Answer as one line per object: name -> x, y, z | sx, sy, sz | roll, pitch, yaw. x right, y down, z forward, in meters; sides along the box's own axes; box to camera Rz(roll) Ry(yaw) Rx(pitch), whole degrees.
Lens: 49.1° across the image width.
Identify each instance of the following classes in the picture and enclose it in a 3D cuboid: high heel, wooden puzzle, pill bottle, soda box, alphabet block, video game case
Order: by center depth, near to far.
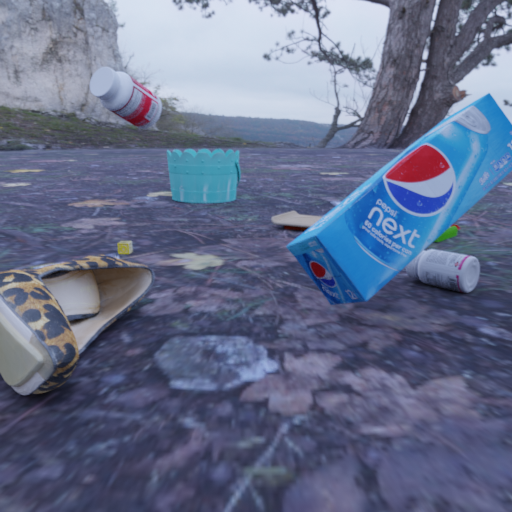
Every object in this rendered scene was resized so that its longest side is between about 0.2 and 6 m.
high heel -> -1.523, 0.435, 5.406 | 2.035, 1.019, 2.855 | -16, 11, -31
soda box -> 1.731, -0.638, 6.322 | 2.758, 0.885, 0.936 | -39, 4, -17
pill bottle -> 2.561, 0.184, 7.734 | 0.498, 0.498, 0.879 | -12, 19, -42
video game case -> -2.609, 0.185, 8.133 | 1.266, 0.120, 0.905 | -12, 13, -15
pill bottle -> -2.098, -2.550, 9.024 | 0.639, 0.639, 1.139 | 8, -8, 29
alphabet block -> -2.283, -0.143, 9.749 | 0.206, 0.205, 0.210 | -1, 14, 4
wooden puzzle -> 1.148, -0.702, 12.098 | 1.309, 0.244, 1.211 | 13, 18, 28

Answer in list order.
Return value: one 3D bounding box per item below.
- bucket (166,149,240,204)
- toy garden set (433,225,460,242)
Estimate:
bucket -> -1.524, -2.363, 16.365 | 2.215, 1.441, 2.215 | 1, 14, 0
toy garden set -> 3.190, -0.808, 11.844 | 2.180, 0.435, 1.818 | 14, 18, 39
